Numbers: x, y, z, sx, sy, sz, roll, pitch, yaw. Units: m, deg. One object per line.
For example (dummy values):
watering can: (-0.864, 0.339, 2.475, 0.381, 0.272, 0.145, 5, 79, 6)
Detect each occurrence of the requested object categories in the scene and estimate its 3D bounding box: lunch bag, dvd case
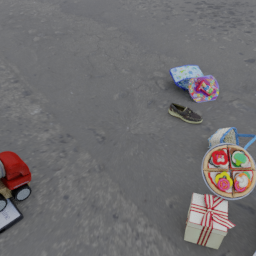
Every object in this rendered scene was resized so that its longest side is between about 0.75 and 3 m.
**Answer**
lunch bag: (2.770, -2.392, 13.331, 1.416, 0.902, 1.204, 1, 41, -13)
dvd case: (-4.379, 2.742, 8.134, 2.160, 0.190, 1.541, -32, 51, -31)

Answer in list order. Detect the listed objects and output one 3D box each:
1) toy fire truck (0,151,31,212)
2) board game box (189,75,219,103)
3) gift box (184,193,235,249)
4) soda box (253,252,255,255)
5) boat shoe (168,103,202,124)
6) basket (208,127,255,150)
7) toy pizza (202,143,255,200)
toy fire truck: (-4.067, 1.112, 8.048, 2.126, 2.415, 1.554, -23, 46, -40)
board game box: (3.475, -1.789, 12.575, 1.478, 0.288, 1.167, -10, 86, -11)
gift box: (2.234, 2.495, 7.696, 1.207, 1.127, 1.114, 7, 42, 9)
soda box: (3.587, 3.298, 7.253, 1.566, 0.533, 0.499, -33, 52, -32)
boat shoe: (2.389, -0.628, 11.667, 1.495, 0.485, 0.547, 20, 46, 21)
basket: (3.669, 0.515, 9.948, 1.190, 0.938, 1.349, -32, 20, -30)
toy pizza: (2.832, 1.169, 7.741, 1.582, 0.251, 1.582, 1, 73, -4)
